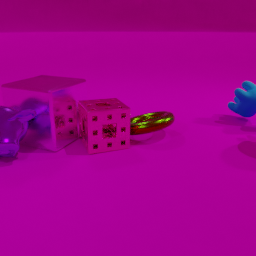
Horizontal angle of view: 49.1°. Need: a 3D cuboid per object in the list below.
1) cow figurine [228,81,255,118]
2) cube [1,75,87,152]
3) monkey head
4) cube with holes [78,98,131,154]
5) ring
[{"bbox_3d":[3.543,-0.667,7.602,0.766,1.395,1.373,-39,66,-23],"label":"cow figurine"},{"bbox_3d":[-1.884,-0.421,6.628,1.374,1.374,1.374,9,23,23],"label":"cube"},{"bbox_3d":[-2.650,0.002,5.518,1.703,1.026,1.225,-5,-19,28],"label":"monkey head"},{"bbox_3d":[-0.557,-0.086,6.339,0.937,0.937,0.937,-7,22,-20],"label":"cube with holes"},{"bbox_3d":[0.466,-0.133,6.970,1.412,0.282,1.412,-13,11,3],"label":"ring"}]
